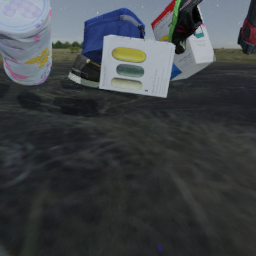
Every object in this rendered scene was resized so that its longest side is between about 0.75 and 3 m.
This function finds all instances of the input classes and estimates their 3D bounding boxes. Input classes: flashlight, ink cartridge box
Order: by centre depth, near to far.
[{"bbox_3d":[2.643,-2.380,5.176,0.798,0.795,2.348,14,-24,15],"label":"flashlight"},{"bbox_3d":[1.866,-3.441,10.213,1.001,2.976,1.729,-14,-6,-28],"label":"ink cartridge box"}]

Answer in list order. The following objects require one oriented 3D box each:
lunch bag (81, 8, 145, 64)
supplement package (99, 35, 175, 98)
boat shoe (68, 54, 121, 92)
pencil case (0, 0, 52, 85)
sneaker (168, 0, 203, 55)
[{"bbox_3d":[-0.457,-3.289,10.102,2.339,1.548,1.589,-6,-14,29],"label":"lunch bag"},{"bbox_3d":[0.150,-1.093,4.851,1.131,0.858,0.852,8,20,0],"label":"supplement package"},{"bbox_3d":[-0.568,-1.405,7.328,0.781,0.659,2.190,31,18,30],"label":"boat shoe"},{"bbox_3d":[-1.949,-1.625,5.111,0.989,1.079,2.379,-47,1,-19],"label":"pencil case"},{"bbox_3d":[1.621,-2.817,7.799,0.820,1.957,0.751,20,57,14],"label":"sneaker"}]
